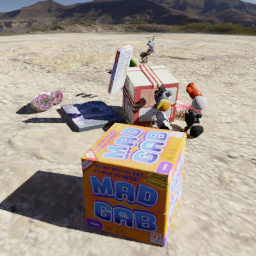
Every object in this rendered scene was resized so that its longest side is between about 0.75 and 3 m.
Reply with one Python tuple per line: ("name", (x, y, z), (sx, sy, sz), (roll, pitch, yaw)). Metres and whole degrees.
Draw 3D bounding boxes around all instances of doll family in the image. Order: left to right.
("doll family", (0.998, -3.810, 13.949), (0.564, 1.437, 0.831), (43, 25, 8))

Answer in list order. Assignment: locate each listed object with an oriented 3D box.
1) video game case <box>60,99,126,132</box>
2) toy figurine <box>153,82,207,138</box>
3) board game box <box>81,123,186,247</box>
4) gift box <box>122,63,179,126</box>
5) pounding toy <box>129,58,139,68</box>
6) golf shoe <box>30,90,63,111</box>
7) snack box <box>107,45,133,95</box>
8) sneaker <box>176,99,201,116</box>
("video game case", (-1.701, -0.655, 12.904), (2.114, 0.281, 2.960), (-12, 28, -24))
("toy figurine", (1.959, -0.603, 10.777), (1.993, 2.025, 1.409), (-4, 40, -2))
("board game box", (0.224, 1.222, 6.739), (1.915, 1.914, 1.913), (9, 27, 18))
("gift box", (1.028, -1.458, 12.498), (2.434, 2.246, 2.272), (-3, 33, -16))
("pounding toy", (0.122, -4.473, 20.370), (2.045, 0.949, 1.578), (45, 4, 11))
("golf shoe", (-4.176, -1.336, 13.864), (1.045, 0.824, 2.269), (-2, 15, 20))
("snack box", (-0.316, -2.195, 10.763), (0.237, 1.953, 0.702), (39, 46, 22))
("sneaker", (2.476, -0.767, 12.849), (0.861, 0.731, 1.984), (-27, 28, -25))
